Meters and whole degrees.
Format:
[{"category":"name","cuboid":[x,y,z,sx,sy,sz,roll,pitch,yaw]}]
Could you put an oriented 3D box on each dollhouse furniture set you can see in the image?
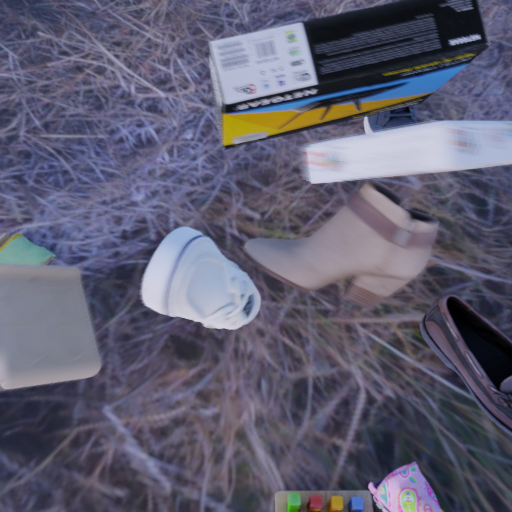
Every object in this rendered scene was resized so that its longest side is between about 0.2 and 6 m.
[{"category":"dollhouse furniture set","cuboid":[-4.828,0.321,10.131,1.108,0.856,2.217,23,58,15]}]

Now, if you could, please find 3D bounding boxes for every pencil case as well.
[{"category":"pencil case","cuboid":[2.372,3.833,7.633,0.844,0.844,1.931,-24,58,-16]}]

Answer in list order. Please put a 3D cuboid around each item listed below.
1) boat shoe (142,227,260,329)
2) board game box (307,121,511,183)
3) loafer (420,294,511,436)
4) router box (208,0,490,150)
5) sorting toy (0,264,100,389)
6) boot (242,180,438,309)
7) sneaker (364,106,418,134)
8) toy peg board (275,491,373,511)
[{"category":"boat shoe","cuboid":[-0.489,0.451,7.105,1.041,2.983,1.057,22,81,12]},{"category":"board game box","cuboid":[2.661,-1.519,8.157,3.372,0.584,2.129,-12,9,-41]},{"category":"loafer","cuboid":[3.929,1.846,8.966,1.105,0.968,3.073,-32,61,-21]},{"category":"router box","cuboid":[1.292,-3.019,9.541,4.078,3.041,1.041,-14,89,-3]},{"category":"sorting toy","cuboid":[-2.987,0.949,7.812,0.302,1.532,1.656,-24,73,32]},{"category":"boot","cuboid":[1.279,-0.284,8.195,2.513,1.837,0.883,21,33,-10]},{"category":"sneaker","cuboid":[3.050,-3.843,12.317,1.156,2.198,3.042,-4,56,-5]},{"category":"toy peg board","cuboid":[0.988,3.910,7.668,1.406,0.690,1.411,0,55,0]}]
